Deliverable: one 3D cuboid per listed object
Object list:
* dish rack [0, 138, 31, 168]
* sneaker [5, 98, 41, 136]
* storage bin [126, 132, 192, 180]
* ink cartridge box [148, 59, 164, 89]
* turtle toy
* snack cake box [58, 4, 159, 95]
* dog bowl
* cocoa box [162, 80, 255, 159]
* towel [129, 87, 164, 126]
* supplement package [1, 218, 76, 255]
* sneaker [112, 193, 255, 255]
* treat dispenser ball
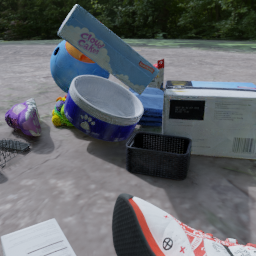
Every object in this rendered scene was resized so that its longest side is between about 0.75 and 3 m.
[{"bbox_3d":[-3.602,0.582,7.668,1.313,0.467,1.712,8,23,18],"label":"dish rack"},{"bbox_3d":[-3.532,-0.286,9.321,1.093,0.994,2.473,-13,20,-15],"label":"sneaker"},{"bbox_3d":[0.783,0.673,7.099,1.533,0.719,1.036,8,23,16],"label":"storage bin"},{"bbox_3d":[1.482,-2.807,14.619,0.522,1.553,0.902,12,25,28],"label":"ink cartridge box"},{"bbox_3d":[-2.046,-0.644,10.019,1.391,0.965,1.909,-5,22,-12],"label":"turtle toy"},{"bbox_3d":[-0.543,-2.144,7.634,2.639,0.887,1.517,33,15,-22],"label":"snack cake box"},{"bbox_3d":[-0.769,-0.670,8.908,2.399,0.945,2.399,21,29,-13],"label":"dog bowl"},{"bbox_3d":[2.354,-0.343,8.146,2.670,1.780,1.752,3,22,8],"label":"cocoa box"},{"bbox_3d":[0.890,-0.888,10.837,1.653,0.719,2.961,5,23,-9],"label":"towel"},{"bbox_3d":[-1.057,2.007,3.615,0.787,0.817,1.436,-12,24,-30],"label":"supplement package"},{"bbox_3d":[0.924,1.849,3.979,1.606,1.000,2.996,8,7,-25],"label":"sneaker"},{"bbox_3d":[-2.214,-2.861,13.171,2.802,2.802,2.802,0,22,0],"label":"treat dispenser ball"}]
